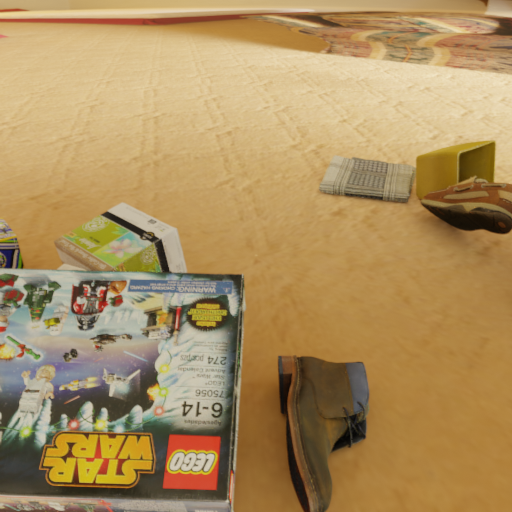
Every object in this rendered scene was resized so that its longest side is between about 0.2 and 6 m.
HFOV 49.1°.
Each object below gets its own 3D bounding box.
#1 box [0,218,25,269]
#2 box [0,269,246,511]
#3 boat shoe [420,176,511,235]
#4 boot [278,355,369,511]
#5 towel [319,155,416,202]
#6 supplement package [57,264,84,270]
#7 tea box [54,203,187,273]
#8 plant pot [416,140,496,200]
[{"bbox_3d":[-4.741,0.215,8.124,2.431,0.782,0.852,-20,35,-30],"label":"box"},{"bbox_3d":[-1.895,1.252,5.588,3.487,0.695,2.387,1,52,2],"label":"box"},{"bbox_3d":[3.699,-0.910,9.536,0.815,0.796,2.154,33,-2,-22],"label":"boat shoe"},{"bbox_3d":[0.775,1.652,5.612,0.998,0.769,2.058,-4,28,-2],"label":"boot"},{"bbox_3d":[2.429,-1.714,11.983,1.865,0.334,1.937,9,30,16],"label":"towel"},{"bbox_3d":[-2.134,0.740,7.153,1.294,0.784,0.775,13,36,22],"label":"supplement package"},{"bbox_3d":[-1.970,0.028,8.205,1.311,0.876,1.289,24,48,35],"label":"tea box"},{"bbox_3d":[3.820,-1.567,10.953,1.245,1.245,1.098,-21,25,-33],"label":"plant pot"}]
